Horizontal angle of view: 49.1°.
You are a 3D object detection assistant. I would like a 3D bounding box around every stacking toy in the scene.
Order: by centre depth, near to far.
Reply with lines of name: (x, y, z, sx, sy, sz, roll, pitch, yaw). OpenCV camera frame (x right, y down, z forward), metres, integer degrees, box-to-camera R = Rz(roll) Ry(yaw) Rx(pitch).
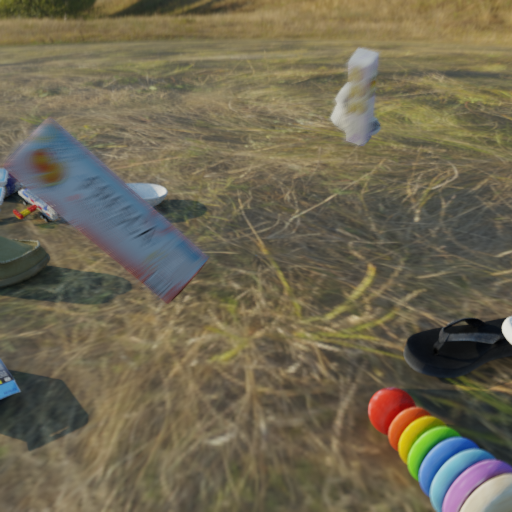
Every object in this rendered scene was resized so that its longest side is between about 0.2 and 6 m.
stacking toy: (1.968, 2.141, 6.127, 0.905, 0.905, 2.119, -9, 24, -18)

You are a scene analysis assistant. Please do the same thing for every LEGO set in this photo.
LEGO set: (-5.425, -1.528, 12.983, 2.511, 0.616, 1.876, -3, 49, -8)

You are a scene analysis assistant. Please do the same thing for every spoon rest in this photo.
spoon rest: (-3.240, -1.436, 13.229, 2.293, 0.695, 1.139, -11, 29, -18)

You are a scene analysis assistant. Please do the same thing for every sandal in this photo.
sandal: (3.238, 1.177, 8.267, 2.442, 0.523, 0.928, -10, 29, -19)

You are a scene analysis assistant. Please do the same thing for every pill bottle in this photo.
pill bottle: (-6.284, -1.876, 14.136, 0.629, 0.629, 1.133, 7, 28, 14)

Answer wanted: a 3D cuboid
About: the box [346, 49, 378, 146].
box: (1.916, -2.844, 10.238, 0.407, 1.962, 0.380, 24, 65, 20)

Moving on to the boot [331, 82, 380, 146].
boot: (2.281, -3.084, 11.974, 1.079, 0.830, 2.257, 46, -1, 5)

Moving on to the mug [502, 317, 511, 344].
mug: (4.029, 1.224, 7.465, 1.473, 1.087, 1.291, 21, 27, 8)

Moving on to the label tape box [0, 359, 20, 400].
label tape box: (-3.637, 1.751, 7.340, 0.789, 0.364, 1.101, -21, 36, -34)

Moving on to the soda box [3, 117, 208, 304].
soda box: (-1.841, -0.542, 7.104, 0.819, 2.576, 0.881, -48, 20, -5)

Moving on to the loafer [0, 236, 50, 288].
loafer: (-5.327, -0.097, 10.220, 3.008, 1.014, 1.144, 1, 27, 1)
